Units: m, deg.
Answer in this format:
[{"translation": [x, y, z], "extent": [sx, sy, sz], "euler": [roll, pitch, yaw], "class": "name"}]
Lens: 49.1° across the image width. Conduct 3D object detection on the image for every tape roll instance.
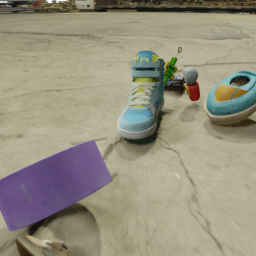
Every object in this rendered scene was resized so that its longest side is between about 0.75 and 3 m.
[{"translation": [-1.125, 0.828, 4.269], "extent": [1.656, 0.704, 1.656], "euler": [-25, -4, -2], "class": "tape roll"}]

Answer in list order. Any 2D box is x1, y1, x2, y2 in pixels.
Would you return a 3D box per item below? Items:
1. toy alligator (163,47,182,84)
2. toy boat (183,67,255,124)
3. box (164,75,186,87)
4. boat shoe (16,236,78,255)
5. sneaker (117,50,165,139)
[{"translation": [1.386, -2.018, 9.143], "extent": [0.412, 1.390, 0.377], "euler": [29, -13, -23], "class": "toy alligator"}, {"translation": [2.646, -1.113, 8.159], "extent": [2.087, 1.154, 2.483], "euler": [-42, 40, -24], "class": "toy boat"}, {"translation": [1.600, -1.781, 10.609], "extent": [1.149, 0.288, 1.157], "euler": [2, 20, 21], "class": "box"}, {"translation": [-0.976, 1.709, 3.665], "extent": [1.310, 0.473, 0.425], "euler": [9, 26, 36], "class": "boat shoe"}, {"translation": [0.335, -0.999, 7.341], "extent": [1.088, 1.786, 2.735], "euler": [4, 30, 13], "class": "sneaker"}]
